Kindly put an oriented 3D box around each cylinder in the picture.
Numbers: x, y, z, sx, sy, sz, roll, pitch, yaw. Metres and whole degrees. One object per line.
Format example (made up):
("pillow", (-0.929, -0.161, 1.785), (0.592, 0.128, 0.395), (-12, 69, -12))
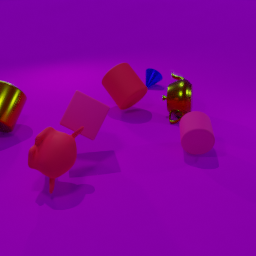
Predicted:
("cylinder", (1.829, 0.125, 7.494), (0.859, 0.859, 0.859), (3, 36, 5))
("cylinder", (-3.810, -0.626, 8.383), (1.173, 1.173, 1.173), (8, 66, 15))
("cylinder", (-0.120, -1.456, 9.834), (1.200, 1.200, 1.200), (-26, 74, -40))

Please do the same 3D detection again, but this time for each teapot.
("teapot", (1.681, -1.070, 9.509), (1.011, 1.284, 2.065), (3, 65, 16))

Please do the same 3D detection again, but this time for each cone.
("cone", (0.955, -2.009, 12.233), (0.844, 0.844, 0.848), (18, 67, 30))

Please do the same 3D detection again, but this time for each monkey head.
("monkey head", (-1.611, 0.577, 6.241), (0.963, 1.598, 1.150), (25, -10, -3))

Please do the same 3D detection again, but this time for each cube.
("cube", (-1.100, -0.295, 7.144), (0.924, 0.924, 0.924), (27, -5, -8))
